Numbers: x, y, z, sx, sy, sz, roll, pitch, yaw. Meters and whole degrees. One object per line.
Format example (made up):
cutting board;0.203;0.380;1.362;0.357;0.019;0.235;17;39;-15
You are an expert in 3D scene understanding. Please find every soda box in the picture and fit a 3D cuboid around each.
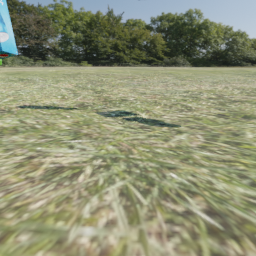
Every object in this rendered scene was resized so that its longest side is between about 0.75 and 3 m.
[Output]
soda box;-3.251;-2.631;6.680;0.600;1.869;0.634;-12;3;12

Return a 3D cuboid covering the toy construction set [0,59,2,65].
toy construction set;-3.364;-1.557;5.656;1.405;1.080;1.172;5;32;-20
